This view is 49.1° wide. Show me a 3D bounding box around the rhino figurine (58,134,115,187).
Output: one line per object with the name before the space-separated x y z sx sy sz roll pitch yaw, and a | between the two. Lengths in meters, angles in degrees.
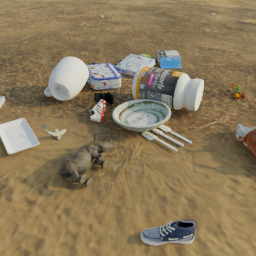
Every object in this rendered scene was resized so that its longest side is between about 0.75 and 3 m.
rhino figurine | -1.243 0.933 9.124 1.107 0.757 2.531 15 35 22

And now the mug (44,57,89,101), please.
mug | -3.058 -2.107 13.134 2.124 1.568 1.862 -19 34 28

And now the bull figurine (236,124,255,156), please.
bull figurine | 4.569 0.440 9.490 0.741 1.381 2.274 12 36 -22

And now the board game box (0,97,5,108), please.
board game box | -6.091 -1.018 12.474 0.824 0.210 1.226 -2 34 -2

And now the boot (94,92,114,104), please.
boot | -1.092 -1.342 12.767 0.778 0.392 1.041 -5 23 -19

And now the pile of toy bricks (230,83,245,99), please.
pile of toy bricks | 5.282 -1.834 13.403 0.583 0.519 1.050 1 34 2

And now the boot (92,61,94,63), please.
boot | -1.728 -3.673 16.356 0.790 0.254 0.736 -5 47 -2

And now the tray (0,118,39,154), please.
tray | -4.143 0.315 10.490 1.113 0.230 2.074 -19 38 -27

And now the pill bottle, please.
pill bottle | 1.735 -1.696 12.196 2.813 1.637 1.637 15 37 22

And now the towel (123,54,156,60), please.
towel | 0.673 -4.193 17.183 1.746 0.199 1.254 -23 40 -30

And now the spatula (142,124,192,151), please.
spatula | 1.455 0.362 10.546 1.160 0.134 1.669 -22 40 -38

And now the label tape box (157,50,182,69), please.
label tape box | 2.468 -4.106 16.729 1.231 0.568 1.719 -2 33 -3

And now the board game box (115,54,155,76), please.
board game box | 0.424 -3.539 15.856 1.658 0.361 1.666 20 48 27

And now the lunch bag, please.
lunch bag | -1.265 -2.741 14.517 1.728 0.815 2.156 -9 36 -17

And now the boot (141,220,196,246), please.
boot | 0.986 2.513 6.902 1.334 0.603 0.485 -1 34 -2

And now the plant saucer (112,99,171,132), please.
plant saucer | 0.548 -0.409 11.153 2.311 0.580 2.311 -4 31 3

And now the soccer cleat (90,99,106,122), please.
soccer cleat | -1.279 -0.771 11.870 0.634 0.511 1.490 2 39 -4

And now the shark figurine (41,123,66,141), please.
shark figurine | -2.845 0.195 10.511 0.932 0.389 0.557 19 68 -30
